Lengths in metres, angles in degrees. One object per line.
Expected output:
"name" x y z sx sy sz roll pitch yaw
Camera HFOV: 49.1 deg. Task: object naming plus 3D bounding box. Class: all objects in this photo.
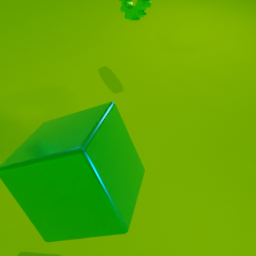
"cube" -0.697 0.625 4.096 1.352 1.352 1.352 -15 24 22
"gear" 0.210 -4.088 8.604 0.272 1.472 1.472 -11 48 -31
